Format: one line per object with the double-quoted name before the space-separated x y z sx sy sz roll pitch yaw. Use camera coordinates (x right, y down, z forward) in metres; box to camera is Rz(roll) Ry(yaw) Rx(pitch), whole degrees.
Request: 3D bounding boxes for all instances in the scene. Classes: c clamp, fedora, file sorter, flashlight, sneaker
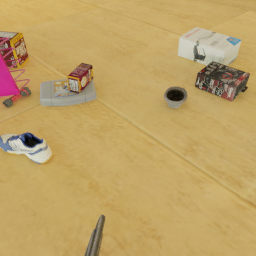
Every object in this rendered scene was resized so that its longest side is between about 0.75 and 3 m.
"c clamp" -0.935 3.081 5.298 0.368 2.321 2.717 17 25 -1
"fedora" 1.872 -1.148 11.067 0.918 0.469 1.038 6 45 8
"file sorter" -5.089 -2.441 11.218 1.394 2.006 1.258 -5 35 17
"flashlight" -4.432 -1.228 11.257 0.392 0.390 1.153 50 52 -11
"sneaker" -3.335 0.414 8.967 2.014 0.888 0.758 14 44 17

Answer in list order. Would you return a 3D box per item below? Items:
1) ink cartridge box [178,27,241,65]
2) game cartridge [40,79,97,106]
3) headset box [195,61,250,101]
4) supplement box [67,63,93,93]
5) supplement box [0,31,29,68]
"ink cartridge box" 3.989 -3.984 13.880 2.452 1.027 1.779 29 49 29
"game cartridge" -2.463 -1.503 11.536 2.241 0.465 1.492 -9 38 -10
"headset box" 4.060 -1.983 11.820 1.939 0.727 1.441 28 48 28
"supplement box" -1.912 -2.034 11.327 0.523 0.674 1.222 15 44 16
"supplement box" -5.706 -3.736 13.326 1.406 1.386 0.933 7 42 8
